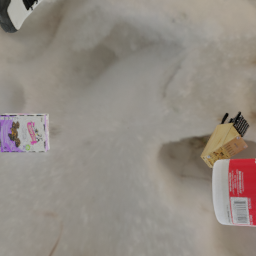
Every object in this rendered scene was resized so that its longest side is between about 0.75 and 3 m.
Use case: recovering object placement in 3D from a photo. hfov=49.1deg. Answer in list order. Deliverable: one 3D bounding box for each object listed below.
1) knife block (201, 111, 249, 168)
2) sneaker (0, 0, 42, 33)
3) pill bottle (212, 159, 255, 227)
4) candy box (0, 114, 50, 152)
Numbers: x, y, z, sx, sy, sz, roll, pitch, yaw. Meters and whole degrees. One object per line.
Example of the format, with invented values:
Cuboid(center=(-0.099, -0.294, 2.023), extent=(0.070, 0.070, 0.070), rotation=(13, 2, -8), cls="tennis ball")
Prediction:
Cuboid(center=(2.310, 0.197, 6.793), extent=(1.340, 1.176, 0.429), rotation=(-36, 112, 16), cls="knife block")
Cuboid(center=(-2.743, -3.788, 7.606), extent=(1.140, 1.050, 2.850), rotation=(6, 67, 6), cls="sneaker")
Cuboid(center=(3.008, 1.268, 5.521), extent=(2.435, 1.367, 1.367), rotation=(-4, 72, 24), cls="pill bottle")
Cuboid(center=(-2.472, 0.111, 6.727), extent=(1.078, 0.386, 0.904), rotation=(0, 96, 0), cls="candy box")
